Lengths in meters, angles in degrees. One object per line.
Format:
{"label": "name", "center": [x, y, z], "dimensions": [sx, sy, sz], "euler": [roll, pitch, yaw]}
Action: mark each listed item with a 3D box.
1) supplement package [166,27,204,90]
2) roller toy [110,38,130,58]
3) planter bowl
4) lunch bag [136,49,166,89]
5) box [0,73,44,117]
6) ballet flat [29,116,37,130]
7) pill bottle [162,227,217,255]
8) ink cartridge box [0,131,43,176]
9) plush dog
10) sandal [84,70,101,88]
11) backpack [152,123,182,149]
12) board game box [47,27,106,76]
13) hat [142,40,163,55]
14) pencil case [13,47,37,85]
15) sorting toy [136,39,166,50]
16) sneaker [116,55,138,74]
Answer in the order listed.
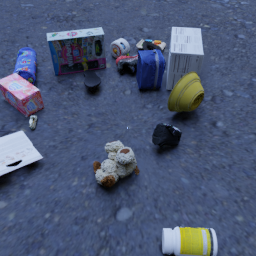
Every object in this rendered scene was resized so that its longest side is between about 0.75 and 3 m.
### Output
{"label": "supplement package", "center": [2.658, -3.277, 13.312], "dimensions": [1.429, 2.007, 2.576], "euler": [6, 44, 6]}
{"label": "roller toy", "center": [-0.461, -4.268, 15.111], "dimensions": [1.065, 0.972, 0.744], "euler": [30, 51, 27]}
{"label": "planter bowl", "center": [2.491, -1.245, 11.221], "dimensions": [1.867, 1.867, 0.778], "euler": [-32, 56, -29]}
{"label": "lunch bag", "center": [1.090, -2.749, 12.905], "dimensions": [1.211, 1.830, 1.243], "euler": [-3, 41, -7]}
{"label": "box", "center": [-4.645, -1.460, 12.150], "dimensions": [1.955, 1.003, 0.925], "euler": [33, 53, 29]}
{"label": "ballet flat", "center": [-3.873, -0.294, 11.383], "dimensions": [0.280, 0.311, 0.825], "euler": [-16, 46, 8]}
{"label": "pill bottle", "center": [1.628, 3.078, 7.542], "dimensions": [1.362, 0.778, 0.778], "euler": [2, 44, 2]}
{"label": "ink cartridge box", "center": [-4.192, 0.986, 9.747], "dimensions": [1.866, 0.417, 1.644], "euler": [-23, 53, -37]}
{"label": "plush dog", "center": [-0.451, 1.346, 9.308], "dimensions": [1.423, 1.329, 1.657], "euler": [-33, 22, -12]}
{"label": "sandal", "center": [-1.746, -2.274, 13.480], "dimensions": [0.803, 0.482, 2.138], "euler": [-3, 29, -11]}
{"label": "backpack", "center": [1.452, 0.254, 10.323], "dimensions": [1.125, 0.939, 0.712], "euler": [9, 20, -41]}
{"label": "board game box", "center": [-2.483, -3.779, 13.888], "dimensions": [2.666, 1.967, 0.857], "euler": [-10, 46, -10]}
{"label": "hat", "center": [1.245, -4.081, 15.150], "dimensions": [1.384, 0.558, 1.384], "euler": [16, 46, -17]}
{"label": "pencil case", "center": [-5.054, -2.993, 13.776], "dimensions": [1.081, 0.971, 2.488], "euler": [-7, 44, -8]}
{"label": "sorting toy", "center": [1.349, -4.778, 16.007], "dimensions": [1.475, 0.269, 1.365], "euler": [14, 35, 13]}
{"label": "sneaker", "center": [0.481, -3.219, 14.029], "dimensions": [2.213, 0.782, 1.081], "euler": [-9, 48, 8]}
